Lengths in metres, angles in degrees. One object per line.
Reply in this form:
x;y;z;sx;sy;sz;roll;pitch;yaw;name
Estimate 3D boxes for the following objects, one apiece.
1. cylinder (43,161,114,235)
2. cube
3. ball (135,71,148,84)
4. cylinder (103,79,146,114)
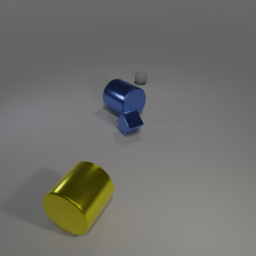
-1.292;1.841;7.507;1.400;1.400;1.400;15;36;21;cylinder
0.082;-0.217;11.099;0.700;0.700;0.700;-19;76;-27;cube
0.718;-2.745;15.233;0.700;0.700;0.700;0;33;0;ball
-0.166;-1.319;12.396;1.400;1.400;1.400;-25;41;-34;cylinder
